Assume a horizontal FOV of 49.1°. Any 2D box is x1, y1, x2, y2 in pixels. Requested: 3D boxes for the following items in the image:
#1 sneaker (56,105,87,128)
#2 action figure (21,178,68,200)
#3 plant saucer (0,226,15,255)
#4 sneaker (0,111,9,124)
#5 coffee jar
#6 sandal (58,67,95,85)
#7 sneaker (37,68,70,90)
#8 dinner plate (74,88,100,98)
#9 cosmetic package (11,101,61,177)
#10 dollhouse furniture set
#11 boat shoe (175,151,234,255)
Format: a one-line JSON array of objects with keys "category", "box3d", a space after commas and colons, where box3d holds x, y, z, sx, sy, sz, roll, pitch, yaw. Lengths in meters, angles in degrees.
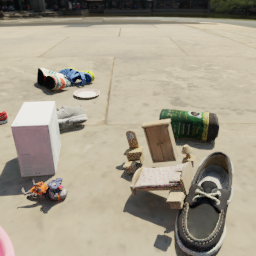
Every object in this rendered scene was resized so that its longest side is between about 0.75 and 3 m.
[{"category": "sneaker", "box3d": [-2.423, -0.437, 10.071, 1.845, 0.757, 0.690, -7, -17, -33]}, {"category": "action figure", "box3d": [-1.958, 1.532, 6.942, 1.005, 0.544, 1.039, 10, 1, 6]}, {"category": "plant saucer", "box3d": [-3.244, 2.159, 4.332, 2.745, 0.696, 2.745, 24, 10, -5]}, {"category": "sneaker", "box3d": [-5.168, -0.443, 10.535, 1.253, 0.532, 0.483, -6, 28, -11]}, {"category": "coffee jar", "box3d": [2.068, -0.123, 9.547, 2.002, 0.854, 1.044, 6, 22, 13]}, {"category": "sandal", "box3d": [-2.815, -2.681, 14.701, 2.003, 0.796, 0.872, 5, 32, 12]}, {"category": "sneaker", "box3d": [-3.835, -2.481, 14.414, 1.124, 0.846, 2.404, -2, 22, -39]}, {"category": "dinner plate", "box3d": [-1.946, -1.621, 13.266, 1.230, 0.149, 1.230, 0, 28, 0]}, {"category": "cosmetic package", "box3d": [-2.526, 0.254, 7.979, 0.977, 1.590, 1.585, -4, 28, -5]}, {"category": "dollhouse furniture set", "box3d": [0.446, 0.778, 6.809, 2.030, 1.163, 2.381, -8, 19, 25]}, {"category": "boat shoe", "box3d": [1.824, 1.528, 6.298, 1.078, 0.881, 2.919, 14, 30, 25]}]
